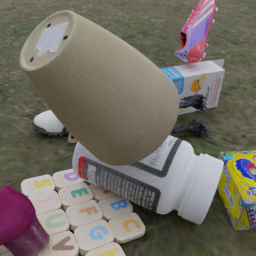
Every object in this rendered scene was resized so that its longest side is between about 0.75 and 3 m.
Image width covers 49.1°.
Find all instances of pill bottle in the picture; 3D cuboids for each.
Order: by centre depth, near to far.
[{"bbox_3d":[0.397,0.803,5.789,2.725,1.552,1.552,21,41,16],"label":"pill bottle"}]

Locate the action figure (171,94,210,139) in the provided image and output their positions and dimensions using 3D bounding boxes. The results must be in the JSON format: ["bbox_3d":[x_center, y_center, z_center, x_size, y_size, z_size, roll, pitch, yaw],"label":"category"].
[{"bbox_3d":[0.691,-0.340,7.325,2.974,1.768,1.518,-2,9,-16],"label":"action figure"}]

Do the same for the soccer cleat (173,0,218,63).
[{"bbox_3d":[2.061,-3.120,8.514,0.926,0.808,2.422,16,78,-5],"label":"soccer cleat"}]

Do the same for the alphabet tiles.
[{"bbox_3d":[-1.159,1.766,5.363,2.705,0.202,2.765,-9,34,-26],"label":"alphabet tiles"}]

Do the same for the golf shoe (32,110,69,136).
[{"bbox_3d":[-1.457,-0.576,8.122,2.691,1.185,1.039,-13,39,-15],"label":"golf shoe"}]

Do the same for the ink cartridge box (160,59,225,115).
[{"bbox_3d":[2.164,-1.291,8.901,2.349,1.352,0.797,-13,39,-16],"label":"ink cartridge box"}]

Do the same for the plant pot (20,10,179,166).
[{"bbox_3d":[-0.463,-0.636,3.964,1.787,1.908,1.787,-17,55,26],"label":"plant pot"}]

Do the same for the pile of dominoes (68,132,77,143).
[{"bbox_3d":[-0.724,-0.485,7.604,2.092,1.630,0.333,-10,13,-14],"label":"pile of dominoes"}]

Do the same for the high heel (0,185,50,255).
[{"bbox_3d":[-2.770,1.725,4.432,2.821,1.356,0.951,-20,31,-1],"label":"high heel"}]

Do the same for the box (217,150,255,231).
[{"bbox_3d":[2.723,1.251,5.860,1.370,0.868,1.423,-2,37,-4],"label":"box"}]
